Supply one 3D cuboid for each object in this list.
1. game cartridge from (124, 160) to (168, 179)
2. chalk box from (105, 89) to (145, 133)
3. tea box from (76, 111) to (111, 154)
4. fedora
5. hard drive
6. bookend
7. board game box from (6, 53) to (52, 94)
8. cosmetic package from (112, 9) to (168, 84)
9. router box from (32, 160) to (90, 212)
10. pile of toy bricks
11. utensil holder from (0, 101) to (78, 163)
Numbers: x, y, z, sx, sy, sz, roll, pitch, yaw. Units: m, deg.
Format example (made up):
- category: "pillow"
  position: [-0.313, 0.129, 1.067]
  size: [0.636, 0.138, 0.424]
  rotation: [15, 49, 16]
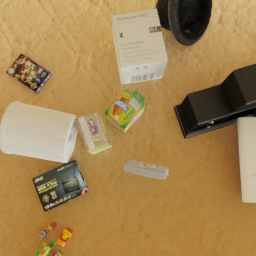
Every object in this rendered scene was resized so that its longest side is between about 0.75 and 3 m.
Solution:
- category: "game cartridge"
  position: [0.608, 1.374, 9.306]
  size: [1.409, 0.938, 0.293]
  rotation: [10, 94, 12]
- category: "chalk box"
  position: [-0.002, -0.718, 10.265]
  size: [0.944, 0.938, 1.513]
  rotation: [39, 81, 7]
- category: "tea box"
  position: [-1.194, 0.195, 9.953]
  size: [0.805, 1.186, 1.206]
  rotation: [-21, 79, -4]
- category: "fedora"
  position: [1.992, -4.529, 10.587]
  size: [1.341, 2.936, 2.936]
  rotation: [17, 77, 38]
- category: "hard drive"
  position: [4.791, 1.063, 9.517]
  size: [1.897, 0.365, 2.875]
  rotation: [0, 77, 6]
- category: "bookend"
  position: [3.308, -0.883, 9.307]
  size: [2.881, 2.899, 1.335]
  rotation: [-16, 79, -4]
- category: "board game box"
  position: [-3.838, -2.125, 10.896]
  size: [1.447, 0.250, 0.980]
  rotation: [33, 80, 6]
- category: "cosmetic package"
  position: [0.379, -2.931, 10.328]
  size: [1.673, 1.674, 2.029]
  rotation: [-10, 79, -2]
- category: "router box"
  position: [-2.368, 2.030, 9.923]
  size: [1.674, 0.520, 1.254]
  rotation: [-24, 80, -5]
- category: "pile of toy bricks"
  position: [-2.745, 4.104, 9.284]
  size: [1.070, 0.952, 1.929]
  rotation: [33, 80, 6]
- category: "utensil holder"
  position: [-2.981, 0.175, 9.674]
  size: [2.148, 1.825, 1.825]
  rotation: [11, 79, -1]
